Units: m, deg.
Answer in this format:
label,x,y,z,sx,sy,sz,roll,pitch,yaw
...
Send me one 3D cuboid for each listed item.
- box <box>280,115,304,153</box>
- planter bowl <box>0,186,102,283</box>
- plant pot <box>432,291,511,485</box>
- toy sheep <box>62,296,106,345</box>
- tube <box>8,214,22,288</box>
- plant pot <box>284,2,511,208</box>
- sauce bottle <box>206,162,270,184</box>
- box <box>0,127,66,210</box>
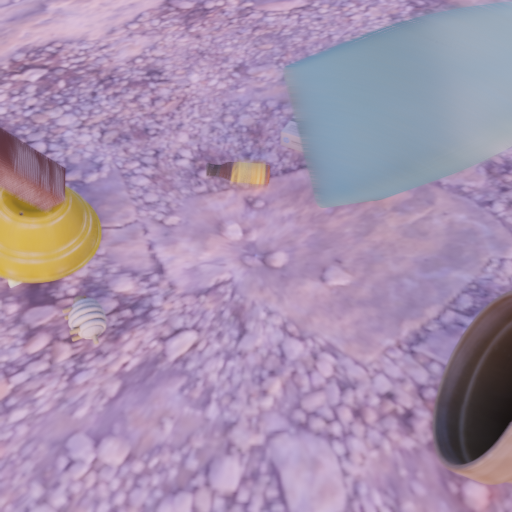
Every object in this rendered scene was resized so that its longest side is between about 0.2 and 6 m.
label,x,y,z,sx,sy,sz,roll,pitch,yaw
box,1.572,-2.796,11.959,1.456,0.384,1.867,22,51,19
planter bowl,-3.692,-0.703,9.344,2.194,0.914,2.194,9,51,-12
plant pot,3.598,1.864,6.747,2.025,2.334,2.334,25,51,0
toy sheep,-2.553,0.973,8.442,0.605,0.605,0.878,-20,64,-17
tube,-4.223,-0.347,9.694,0.628,0.562,2.164,-50,59,12
plant pot,2.642,-2.373,8.758,3.332,2.354,2.355,-15,-1,40
sauce bottle,-0.348,-1.597,10.735,1.226,0.405,0.405,2,48,-3
box,-3.513,-1.283,8.423,0.491,1.311,0.656,-21,60,20
